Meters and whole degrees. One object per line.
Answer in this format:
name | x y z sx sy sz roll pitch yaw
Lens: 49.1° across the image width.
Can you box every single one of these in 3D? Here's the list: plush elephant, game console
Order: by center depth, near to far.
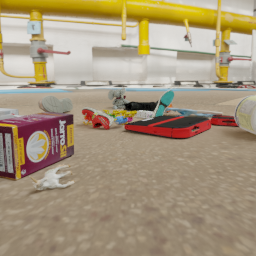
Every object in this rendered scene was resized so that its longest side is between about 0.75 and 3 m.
game console | 1.553 -0.084 10.294 2.395 0.420 2.708 4 11 36
game console | 4.554 -0.307 11.725 2.083 0.323 1.842 4 7 19
plush elephant | -0.472 -1.850 17.200 1.341 1.261 1.629 6 12 29

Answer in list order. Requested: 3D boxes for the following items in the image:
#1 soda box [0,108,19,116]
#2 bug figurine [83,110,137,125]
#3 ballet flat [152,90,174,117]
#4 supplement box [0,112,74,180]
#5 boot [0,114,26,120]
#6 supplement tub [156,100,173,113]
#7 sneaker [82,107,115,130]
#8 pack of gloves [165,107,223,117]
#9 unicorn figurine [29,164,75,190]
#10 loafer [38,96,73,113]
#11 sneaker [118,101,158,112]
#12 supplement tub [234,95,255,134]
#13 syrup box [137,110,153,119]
soda box | -5.396 -0.416 11.036 2.179 0.691 0.744 4 11 21
bug figurine | -0.665 -0.418 11.431 2.226 0.573 1.727 5 9 34
ballet flat | 1.494 -0.999 12.482 0.577 1.661 0.577 26 -20 10
supplement box | -2.076 0.289 6.208 0.829 1.068 1.935 5 12 24
boot | -3.870 -0.181 10.381 1.695 0.623 0.810 6 2 -15
supplement tub | 1.957 -1.187 15.357 0.637 0.637 1.040 -4 12 -23
sneaker | -1.257 -0.353 10.689 1.600 0.679 0.616 19 -5 37
pack of gloves | 2.944 -0.595 13.247 2.662 0.525 2.236 7 2 12
unicorn figurine | -1.339 0.907 5.045 0.688 0.370 1.001 -13 -1 -15
loafer | -3.880 -1.104 14.620 0.865 0.989 2.752 -14 0 19
sneaker | 0.558 -1.072 14.644 2.043 0.614 1.066 0 -1 41
supplement tub | 4.454 -0.375 9.168 1.294 1.294 1.785 -1 11 -5
syrup box | 0.801 -0.634 13.221 0.318 0.329 0.808 -10 14 -41
